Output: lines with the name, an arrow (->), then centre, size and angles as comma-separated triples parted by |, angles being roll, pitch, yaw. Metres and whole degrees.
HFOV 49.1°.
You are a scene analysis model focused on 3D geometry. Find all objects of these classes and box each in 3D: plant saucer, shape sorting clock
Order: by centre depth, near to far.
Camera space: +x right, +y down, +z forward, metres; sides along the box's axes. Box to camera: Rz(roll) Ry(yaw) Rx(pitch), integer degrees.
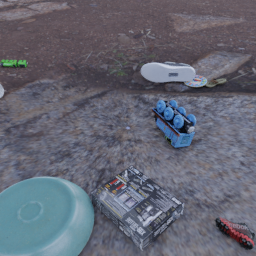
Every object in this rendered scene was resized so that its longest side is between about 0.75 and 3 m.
plant saucer -> -2.281, 2.129, 6.683 | 2.907, 0.523, 2.907 | -2, 38, 2
shape sorting clock -> 3.011, -2.109, 12.520 | 1.025, 0.201, 1.025 | -2, 34, 2

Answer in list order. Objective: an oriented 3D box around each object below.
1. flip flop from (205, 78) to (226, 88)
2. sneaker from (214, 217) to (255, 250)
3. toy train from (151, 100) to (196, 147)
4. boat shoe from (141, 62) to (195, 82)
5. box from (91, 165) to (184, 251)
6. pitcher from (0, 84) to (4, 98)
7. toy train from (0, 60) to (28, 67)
flip flop -> 3.844, -2.056, 12.362 | 1.027, 0.296, 0.416 | -15, 40, -2
sneaker -> 2.537, 2.387, 6.586 | 0.977, 0.345, 0.477 | 31, 47, 30
toy train -> 1.474, -0.202, 9.349 | 0.807, 1.064, 1.862 | -3, 34, -32
boat shoe -> 1.806, -2.596, 12.673 | 2.406, 0.863, 0.816 | 2, 29, 8
box -> 0.222, 1.908, 7.101 | 1.478, 0.466, 1.874 | -31, 47, -34
pitcher -> -6.226, -1.466, 11.053 | 2.073, 1.257, 1.779 | 29, 64, 26
toy train -> -5.685, -3.186, 13.921 | 1.357, 0.283, 0.383 | 1, 48, 2
